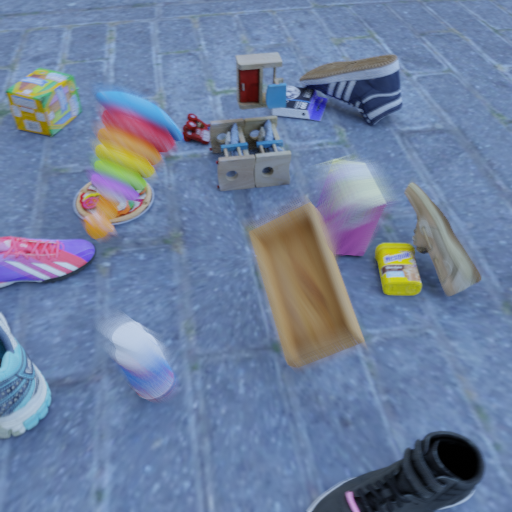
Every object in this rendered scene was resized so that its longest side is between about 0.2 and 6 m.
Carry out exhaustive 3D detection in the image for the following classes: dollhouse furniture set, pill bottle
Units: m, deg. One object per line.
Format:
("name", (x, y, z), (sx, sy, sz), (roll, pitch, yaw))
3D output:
("dollhouse furniture set", (-0.186, -2.830, 11.922), (1.602, 2.286, 1.611), (-7, 45, -7))
("pill bottle", (-1.662, 1.505, 8.114), (0.611, 1.089, 0.611), (-14, 34, 10))

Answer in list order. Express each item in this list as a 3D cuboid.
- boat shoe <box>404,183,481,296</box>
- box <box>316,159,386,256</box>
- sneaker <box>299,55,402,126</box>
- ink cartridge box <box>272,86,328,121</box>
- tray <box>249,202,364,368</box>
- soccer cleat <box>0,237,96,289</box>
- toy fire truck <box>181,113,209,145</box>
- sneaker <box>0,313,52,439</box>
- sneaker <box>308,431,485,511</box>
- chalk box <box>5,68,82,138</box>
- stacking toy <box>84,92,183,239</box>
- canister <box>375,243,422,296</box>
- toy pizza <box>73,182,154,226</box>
("boat shoe", (3.134, -0.344, 10.014), (0.712, 0.786, 2.206), (-35, 59, 22))
("box", (1.743, -0.925, 10.621), (0.676, 1.229, 1.398), (5, 40, -14))
("sneaker", (2.396, -4.098, 14.171), (2.773, 1.504, 0.972), (7, 43, 41))
("ink cartridge box", (1.155, -3.976, 14.523), (1.273, 0.276, 1.261), (10, 44, 9))
("tray", (0.699, 0.412, 8.248), (1.076, 0.404, 2.182), (-25, 65, 19))
("soccer cleat", (-4.132, 0.010, 10.049), (2.400, 0.878, 0.818), (-10, 45, -10))
("toy fire truck", (-1.418, -3.033, 13.519), (0.676, 0.451, 0.805), (19, 43, -16))
("sneaker", (-4.360, 1.137, 8.479), (3.422, 1.477, 1.328), (31, 52, 27))
("sneaker", (1.713, 2.852, 6.928), (2.484, 1.232, 0.878), (-15, 48, -13))
("chalk box", (-5.108, -3.912, 13.888), (1.072, 1.067, 1.724), (15, 47, 14))
("stacking toy", (-2.518, -1.535, 10.403), (1.519, 1.436, 2.617), (20, 88, 5))
("canister", (2.577, 0.246, 10.156), (0.714, 0.416, 0.961), (1, 46, 1))
("toy pizza", (-3.000, -1.251, 11.764), (1.674, 0.265, 1.674), (0, 45, 0))
